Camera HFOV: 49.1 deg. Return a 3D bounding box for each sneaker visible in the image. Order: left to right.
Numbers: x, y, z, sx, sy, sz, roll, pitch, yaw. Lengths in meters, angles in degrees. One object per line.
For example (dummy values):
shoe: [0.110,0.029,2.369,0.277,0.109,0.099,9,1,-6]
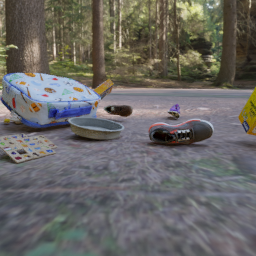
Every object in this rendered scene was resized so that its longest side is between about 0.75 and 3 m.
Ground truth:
sneaker: [-0.348,-0.576,9.310,0.434,0.405,1.150,3,-1,-43]
sneaker: [1.676,-0.656,10.033,0.442,0.457,1.096,31,8,-6]
sneaker: [1.077,0.163,5.800,1.368,0.527,0.560,-5,17,15]

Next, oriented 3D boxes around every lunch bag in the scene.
lunch bag: [-2.249,-0.808,8.299,2.154,1.016,2.688,34,28,30]

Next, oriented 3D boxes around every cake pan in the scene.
cake pan: [-0.768,-0.002,6.747,1.347,0.247,1.347,8,12,-2]

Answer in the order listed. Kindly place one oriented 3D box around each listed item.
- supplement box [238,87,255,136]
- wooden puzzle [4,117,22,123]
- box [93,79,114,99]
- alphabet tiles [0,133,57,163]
supplement box: [2.828,-0.432,5.589,0.630,1.157,0.634,13,35,-8]
wooden puzzle: [-3.395,-0.244,9.050,1.196,0.140,0.807,-4,13,-28]
box: [-1.310,-1.209,10.987,1.618,0.335,0.963,-41,-3,-15]
alphabet tiles: [-1.817,0.317,5.108,0.815,0.037,0.975,31,23,29]
